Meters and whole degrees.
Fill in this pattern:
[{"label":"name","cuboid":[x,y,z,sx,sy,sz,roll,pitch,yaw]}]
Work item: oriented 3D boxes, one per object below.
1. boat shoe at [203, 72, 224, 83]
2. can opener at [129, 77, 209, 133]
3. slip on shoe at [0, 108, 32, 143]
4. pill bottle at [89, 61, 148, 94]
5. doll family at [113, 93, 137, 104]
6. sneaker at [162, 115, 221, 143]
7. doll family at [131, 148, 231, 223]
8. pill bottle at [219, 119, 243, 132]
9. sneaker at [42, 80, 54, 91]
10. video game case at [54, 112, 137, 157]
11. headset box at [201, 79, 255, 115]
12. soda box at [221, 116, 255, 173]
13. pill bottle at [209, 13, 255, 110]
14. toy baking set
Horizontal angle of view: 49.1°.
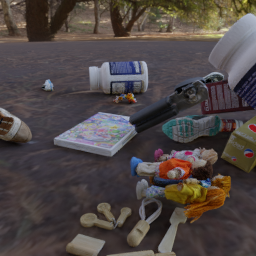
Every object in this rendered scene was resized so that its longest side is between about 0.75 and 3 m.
[{"label":"boat shoe","cuboid":[4.320,-2.376,14.874,2.282,0.807,0.726,-19,27,-23]},{"label":"can opener","cuboid":[1.243,-0.728,8.665,2.575,0.687,0.861,-26,26,23]},{"label":"slip on shoe","cuboid":[-3.902,-0.064,9.078,2.486,0.945,0.753,11,-17,46]},{"label":"pill bottle","cuboid":[-0.509,-2.529,14.088,2.812,1.562,1.562,-3,22,-7]},{"label":"doll family","cuboid":[-0.143,-1.386,12.657,1.096,0.494,0.680,5,22,11]},{"label":"sneaker","cuboid":[1.928,-0.037,9.086,2.126,0.825,0.970,-3,11,-27]},{"label":"doll family","cuboid":[1.236,1.122,5.850,1.706,1.239,2.749,0,3,20]},{"label":"pill bottle","cuboid":[3.456,-0.086,9.485,0.757,0.415,0.415,1,22,-1]},{"label":"sneaker","cuboid":[-4.366,-2.273,14.991,0.549,0.475,1.268,-15,25,-21]},{"label":"video game case","cuboid":[-0.794,0.101,9.245,1.968,0.248,2.748,9,23,22]},{"label":"headset box","cuboid":[3.821,-1.088,9.017,2.065,1.071,2.774,-8,1,-42]},{"label":"soda box","cuboid":[3.580,0.285,7.789,0.796,0.843,2.488,33,36,31]},{"label":"pill bottle","cuboid":[3.380,-1.122,6.319,2.918,1.689,1.689,45,38,13]},{"label":"toy baking set","cuboid":[0.094,1.784,4.962,2.285,0.266,1.753,-2,22,-5]}]
